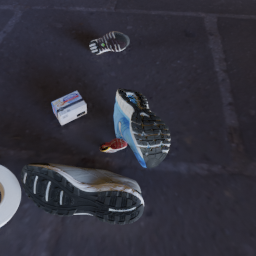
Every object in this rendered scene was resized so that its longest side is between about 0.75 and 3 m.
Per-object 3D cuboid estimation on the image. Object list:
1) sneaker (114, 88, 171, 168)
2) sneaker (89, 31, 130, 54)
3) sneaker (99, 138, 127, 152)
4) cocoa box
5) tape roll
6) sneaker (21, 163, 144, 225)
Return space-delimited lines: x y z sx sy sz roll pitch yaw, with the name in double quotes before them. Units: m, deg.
"sneaker" 0.261 0.106 7.708 1.092 1.254 2.787 6 37 -22
"sneaker" -0.533 -3.501 11.097 1.971 0.746 1.139 4 32 39
"sneaker" -0.377 0.496 7.792 0.837 0.344 0.326 -10 68 32
"cocoa box" -1.788 -0.616 8.549 0.890 0.594 0.584 -29 71 -20
"tape roll" -3.253 1.527 6.316 1.593 0.291 1.593 18 52 -24
"sneaker" -1.072 1.429 6.634 2.928 1.082 1.161 14 19 -1
